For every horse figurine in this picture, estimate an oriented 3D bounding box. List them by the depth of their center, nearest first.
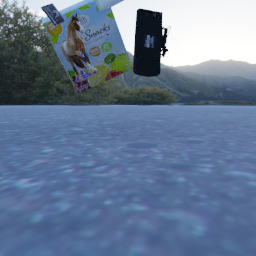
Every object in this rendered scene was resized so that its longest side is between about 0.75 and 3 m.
[{"bbox_3d":[-1.660,-2.455,9.183,0.626,1.663,2.509,-34,10,-14],"label":"horse figurine"}]

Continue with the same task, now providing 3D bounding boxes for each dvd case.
[{"bbox_3d":[-2.268,-3.471,8.552,0.069,0.642,0.864,-30,21,24],"label":"dvd case"}]

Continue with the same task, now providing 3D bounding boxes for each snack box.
[{"bbox_3d":[-1.488,-3.199,10.799,2.508,2.975,1.007,-26,34,-3],"label":"snack box"}]

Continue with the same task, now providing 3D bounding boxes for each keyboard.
[{"bbox_3d":[0.790,-2.836,9.578,1.267,2.435,0.482,7,-12,-11],"label":"keyboard"}]

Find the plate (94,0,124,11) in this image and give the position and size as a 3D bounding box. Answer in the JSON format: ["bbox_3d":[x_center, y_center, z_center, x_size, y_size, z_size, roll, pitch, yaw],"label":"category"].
[{"bbox_3d":[-0.304,-3.633,6.953,1.418,1.414,0.229,-28,-33,0],"label":"plate"}]
